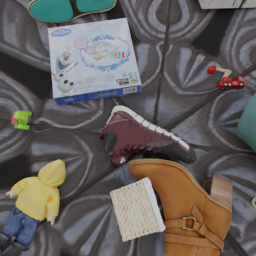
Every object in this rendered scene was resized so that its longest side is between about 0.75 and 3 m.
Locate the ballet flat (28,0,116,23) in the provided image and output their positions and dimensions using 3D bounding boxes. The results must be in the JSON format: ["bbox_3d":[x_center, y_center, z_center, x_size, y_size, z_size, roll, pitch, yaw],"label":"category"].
[{"bbox_3d":[-1.861,-4.255,9.525,2.933,1.019,1.019,-8,69,-5],"label":"ballet flat"}]

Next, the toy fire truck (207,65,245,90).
[{"bbox_3d":[3.051,-1.575,8.716,1.071,0.261,0.755,-1,68,0],"label":"toy fire truck"}]

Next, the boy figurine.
[{"bbox_3d":[-2.348,1.794,7.047,1.421,0.736,2.285,23,74,8],"label":"boy figurine"}]

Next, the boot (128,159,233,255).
[{"bbox_3d":[1.134,2.063,6.960,2.823,1.083,2.192,18,71,-2],"label":"boot"}]

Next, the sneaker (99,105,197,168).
[{"bbox_3d":[0.361,0.616,7.564,2.690,1.018,1.554,31,76,22],"label":"sneaker"}]

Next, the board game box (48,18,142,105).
[{"bbox_3d":[-1.084,-2.127,8.763,2.599,0.564,2.586,-9,69,-3],"label":"board game box"}]

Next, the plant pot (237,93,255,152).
[{"bbox_3d":[4.119,0.077,6.803,2.360,2.511,2.511,34,71,33],"label":"plant pot"}]

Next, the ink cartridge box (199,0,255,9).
[{"bbox_3d":[3.526,-5.096,9.432,2.520,1.061,1.822,-9,70,-16],"label":"ink cartridge box"}]

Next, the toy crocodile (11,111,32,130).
[{"bbox_3d":[-2.921,-0.232,7.537,0.450,1.457,0.492,10,86,-30],"label":"toy crocodile"}]

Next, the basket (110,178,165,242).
[{"bbox_3d":[0.217,1.997,6.789,1.003,1.236,1.247,-16,69,-4],"label":"basket"}]

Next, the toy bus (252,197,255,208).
[{"bbox_3d":[4.277,1.961,7.024,1.560,0.806,1.472,-33,72,-12],"label":"toy bus"}]
